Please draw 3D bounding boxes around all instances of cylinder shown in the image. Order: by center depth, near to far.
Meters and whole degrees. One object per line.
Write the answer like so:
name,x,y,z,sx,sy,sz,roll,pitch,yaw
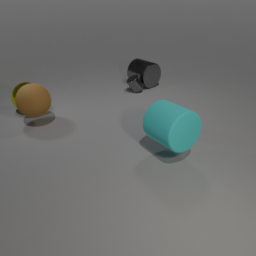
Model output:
cylinder,1.442,-0.080,9.307,1.400,1.400,1.400,-17,29,-29
cylinder,0.380,-2.385,15.043,0.700,0.700,0.700,-25,33,17
cylinder,0.909,-3.112,15.869,1.400,1.400,1.400,-22,36,-35

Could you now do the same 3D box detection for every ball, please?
ball,-3.860,-1.118,11.449,1.400,1.400,1.400,0,29,0
ball,-4.574,-1.391,12.756,1.400,1.400,1.400,0,29,0
